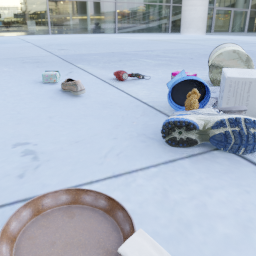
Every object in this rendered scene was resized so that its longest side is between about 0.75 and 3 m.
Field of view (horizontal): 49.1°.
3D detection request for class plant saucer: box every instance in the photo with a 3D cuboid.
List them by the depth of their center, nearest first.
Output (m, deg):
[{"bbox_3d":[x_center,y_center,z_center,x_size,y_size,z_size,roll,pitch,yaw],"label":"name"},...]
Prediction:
[{"bbox_3d":[-0.888,1.692,4.283,2.030,0.350,2.030,4,27,-2],"label":"plant saucer"}]

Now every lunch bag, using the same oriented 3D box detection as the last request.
[{"bbox_3d":[-4.021,-2.725,14.744,0.818,0.585,0.960,-1,22,-1],"label":"lunch bag"}]

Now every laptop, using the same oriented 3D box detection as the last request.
[{"bbox_3d":[2.364,-1.280,10.240,1.546,0.896,1.448,24,44,25],"label":"laptop"}]

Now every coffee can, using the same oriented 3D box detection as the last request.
[{"bbox_3d":[4.898,-3.008,13.606,1.955,1.955,2.672,6,23,14],"label":"coffee can"}]

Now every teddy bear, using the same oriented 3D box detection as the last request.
[{"bbox_3d":[1.827,-0.605,8.252,0.384,1.151,0.835,15,-2,-17],"label":"teddy bear"}]

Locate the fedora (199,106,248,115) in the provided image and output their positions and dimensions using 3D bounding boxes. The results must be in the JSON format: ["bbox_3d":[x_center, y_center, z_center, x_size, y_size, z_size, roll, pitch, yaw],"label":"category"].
[{"bbox_3d":[2.944,-0.321,8.690,1.456,0.657,1.288,-3,1,25],"label":"fedora"}]

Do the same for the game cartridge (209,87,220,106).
[{"bbox_3d":[3.303,-1.336,11.652,2.312,0.468,1.542,-2,19,-4],"label":"game cartridge"}]

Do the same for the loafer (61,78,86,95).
[{"bbox_3d":[-2.526,-2.012,12.732,0.747,0.653,2.077,-24,28,-27],"label":"loafer"}]

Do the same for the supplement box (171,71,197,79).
[{"bbox_3d":[2.828,-2.493,14.168,1.172,0.593,0.606,19,29,38],"label":"supplement box"}]

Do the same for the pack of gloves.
[{"bbox_3d":[0.335,2.157,3.491,1.518,0.299,1.275,31,35,28],"label":"pack of gloves"}]

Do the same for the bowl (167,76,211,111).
[{"bbox_3d":[1.970,-1.083,9.117,1.383,1.383,0.272,1,42,3],"label":"bowl"}]

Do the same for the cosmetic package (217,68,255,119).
[{"bbox_3d":[4.217,-1.202,9.874,1.817,1.521,1.512,5,23,12],"label":"cosmetic package"}]

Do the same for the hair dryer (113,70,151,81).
[{"bbox_3d":[0.068,-2.778,15.234,2.056,0.559,1.566,15,10,21],"label":"hair dryer"}]

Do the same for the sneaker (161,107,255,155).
[{"bbox_3d":[2.402,-0.110,7.667,2.857,1.101,1.217,7,31,14],"label":"sneaker"}]
